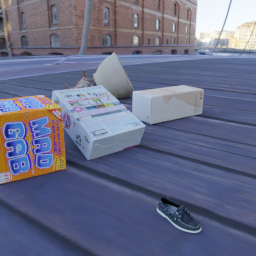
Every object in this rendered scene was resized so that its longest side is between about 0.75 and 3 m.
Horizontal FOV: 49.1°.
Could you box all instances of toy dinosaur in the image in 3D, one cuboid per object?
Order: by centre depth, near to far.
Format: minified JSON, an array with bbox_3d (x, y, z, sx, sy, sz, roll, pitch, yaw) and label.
[{"bbox_3d":[-2.733,-2.363,16.310,1.841,1.166,2.716,-33,-7,14],"label":"toy dinosaur"}]

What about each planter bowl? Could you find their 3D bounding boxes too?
[{"bbox_3d":[-0.875,-2.663,15.496,1.668,2.479,2.479,-27,18,5],"label":"planter bowl"}]

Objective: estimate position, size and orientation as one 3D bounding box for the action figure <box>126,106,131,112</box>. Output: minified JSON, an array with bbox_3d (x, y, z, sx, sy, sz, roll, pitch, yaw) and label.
[{"bbox_3d":[-0.891,-1.022,11.779,2.099,0.542,0.687,14,24,-30],"label":"action figure"}]

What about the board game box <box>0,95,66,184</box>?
[{"bbox_3d":[-2.808,0.190,7.503,1.719,1.719,1.720,-10,21,-28],"label":"board game box"}]

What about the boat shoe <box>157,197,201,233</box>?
[{"bbox_3d":[0.973,1.632,5.413,0.383,0.340,1.025,-12,22,-32],"label":"boat shoe"}]

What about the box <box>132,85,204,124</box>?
[{"bbox_3d":[1.745,-1.072,12.130,2.951,1.147,1.401,-12,22,-33],"label":"box"}]

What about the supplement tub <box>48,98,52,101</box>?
[{"bbox_3d":[-4.055,-1.228,13.579,0.885,0.542,0.542,17,25,40],"label":"supplement tub"}]

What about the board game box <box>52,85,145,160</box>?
[{"bbox_3d":[-1.039,-0.322,9.068,1.943,0.846,2.633,-13,45,-36],"label":"board game box"}]
